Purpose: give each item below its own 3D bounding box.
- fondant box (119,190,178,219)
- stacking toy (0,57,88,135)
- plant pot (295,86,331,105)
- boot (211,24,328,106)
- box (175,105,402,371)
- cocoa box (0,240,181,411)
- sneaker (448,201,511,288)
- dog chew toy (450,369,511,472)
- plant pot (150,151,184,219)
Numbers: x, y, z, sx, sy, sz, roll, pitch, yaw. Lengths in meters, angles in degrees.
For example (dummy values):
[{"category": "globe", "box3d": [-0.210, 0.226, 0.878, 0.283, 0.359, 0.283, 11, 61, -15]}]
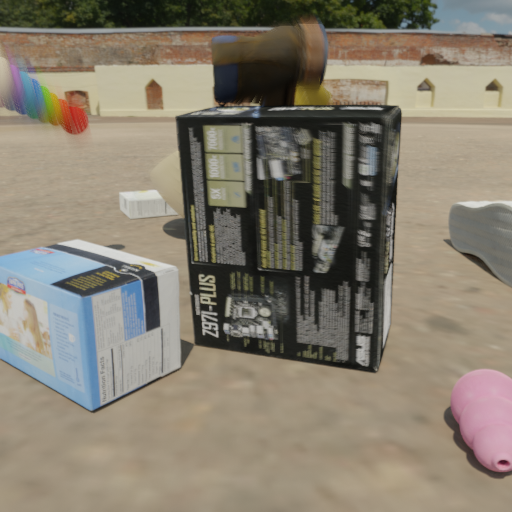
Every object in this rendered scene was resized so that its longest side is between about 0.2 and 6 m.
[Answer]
[{"category": "fondant box", "box3d": [-2.080, -1.126, 11.878, 1.440, 0.419, 1.039, -6, 17, -24]}, {"category": "stacking toy", "box3d": [-2.766, -1.953, 7.154, 0.582, 0.582, 1.363, 15, -5, 41]}, {"category": "plant pot", "box3d": [0.580, -2.614, 9.343, 0.905, 0.911, 0.932, 33, 11, 15]}, {"category": "boot", "box3d": [-0.047, -1.963, 5.915, 1.045, 0.805, 2.156, -2, 4, -10]}, {"category": "box", "box3d": [0.352, -0.237, 5.416, 1.894, 2.313, 0.996, 4, 21, 19]}, {"category": "cocoa box", "box3d": [-1.580, 0.534, 5.112, 1.549, 1.033, 1.016, 13, 21, 37]}, {"category": "sneaker", "box3d": [4.087, -0.312, 7.878, 1.765, 1.125, 3.053, -3, 15, 0]}, {"category": "dog chew toy", "box3d": [1.675, 1.181, 3.974, 0.515, 0.515, 0.828, 3, 24, 10]}, {"category": "plant pot", "box3d": [-0.856, -1.354, 9.890, 1.678, 1.126, 1.678, 38, 19, -16]}]
